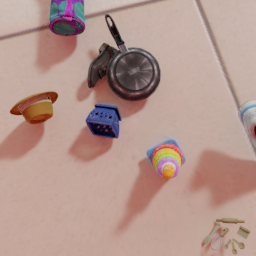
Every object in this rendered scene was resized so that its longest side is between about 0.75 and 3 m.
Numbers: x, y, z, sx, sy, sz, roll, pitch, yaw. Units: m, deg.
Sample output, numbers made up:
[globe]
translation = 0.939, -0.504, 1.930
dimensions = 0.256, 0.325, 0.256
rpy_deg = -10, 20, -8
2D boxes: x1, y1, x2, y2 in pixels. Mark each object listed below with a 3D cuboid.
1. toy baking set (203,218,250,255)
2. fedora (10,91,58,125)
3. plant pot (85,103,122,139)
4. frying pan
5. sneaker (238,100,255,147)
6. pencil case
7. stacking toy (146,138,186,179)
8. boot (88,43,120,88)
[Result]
[toy baking set]
translation = 2.595, 2.827, 7.448
dimensions = 1.207, 0.140, 0.927
rpy_deg = -7, 48, 39
[fedora]
translation = -2.530, -0.491, 7.878
dimensions = 1.476, 1.476, 0.602
rpy_deg = -26, 85, -6
[plant pot]
translation = -0.644, -0.235, 8.083
dimensions = 0.825, 0.826, 0.742
rpy_deg = 9, 61, 16
[frying pan]
translation = 0.158, -2.151, 8.318
dimensions = 1.644, 0.442, 2.719
rpy_deg = -2, 88, -2
[sneaker]
translation = 3.852, 0.535, 7.384
dimensions = 2.641, 1.144, 0.990
rpy_deg = 44, 120, -13
[pencil case]
translation = -1.871, -4.297, 8.834
dimensions = 1.134, 1.231, 2.664
rpy_deg = 3, 79, -18
[stacking toy]
translation = 1.048, 0.973, 7.333
dimensions = 0.959, 1.653, 0.907
rpy_deg = -29, 98, 10
[boot]
translation = -0.319, -1.805, 8.642
dimensions = 1.524, 0.606, 1.751
rpy_deg = 21, 75, 5
